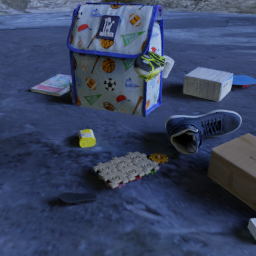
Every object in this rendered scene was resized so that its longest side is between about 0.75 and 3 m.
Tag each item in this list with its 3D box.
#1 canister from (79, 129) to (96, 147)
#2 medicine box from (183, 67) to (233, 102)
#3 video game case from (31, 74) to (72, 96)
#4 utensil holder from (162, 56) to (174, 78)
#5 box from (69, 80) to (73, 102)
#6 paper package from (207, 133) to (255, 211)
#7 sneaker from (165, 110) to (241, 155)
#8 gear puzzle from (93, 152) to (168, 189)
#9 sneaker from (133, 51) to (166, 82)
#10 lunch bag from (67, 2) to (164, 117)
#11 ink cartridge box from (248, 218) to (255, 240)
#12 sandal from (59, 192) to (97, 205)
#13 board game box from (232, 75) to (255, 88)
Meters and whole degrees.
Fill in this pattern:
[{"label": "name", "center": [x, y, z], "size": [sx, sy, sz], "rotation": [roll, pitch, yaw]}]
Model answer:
[{"label": "canister", "center": [-1.533, 0.366, 10.398], "size": [0.576, 0.336, 0.776], "rotation": [-7, 28, -12]}, {"label": "medicine box", "center": [4.133, -2.308, 14.480], "size": [1.982, 1.020, 1.805], "rotation": [19, 34, 29]}, {"label": "video game case", "center": [-3.825, -2.420, 15.522], "size": [1.801, 0.220, 2.520], "rotation": [11, 31, 19]}, {"label": "utensil holder", "center": [2.150, -3.628, 16.595], "size": [0.886, 1.043, 0.886], "rotation": [17, 37, -13]}, {"label": "box", "center": [-2.656, -1.740, 13.630], "size": [0.241, 0.871, 1.087], "rotation": [-8, 31, -15]}, {"label": "paper package", "center": [3.669, 1.211, 8.160], "size": [1.893, 1.027, 1.986], "rotation": [-17, 33, -28]}, {"label": "sneaker", "center": [2.744, 0.137, 9.852], "size": [2.791, 1.061, 2.016], "rotation": [-7, 18, 8]}, {"label": "gear puzzle", "center": [0.205, 1.245, 8.897], "size": [2.518, 0.330, 1.304], "rotation": [-16, 31, -32]}, {"label": "sneaker", "center": [0.413, -1.110, 5.370], "size": [0.522, 0.529, 1.385], "rotation": [29, 24, 9]}, {"label": "lunch bag", "center": [-0.324, -1.995, 8.060], "size": [2.507, 2.949, 1.826], "rotation": [11, 25, 19]}, {"label": "ink cartridge box", "center": [3.364, 2.435, 6.683], "size": [0.752, 0.316, 0.547], "rotation": [-3, 29, -6]}, {"label": "sandal", "center": [-1.372, 1.969, 7.660], "size": [1.041, 0.249, 0.391], "rotation": [5, 26, -17]}, {"label": "board game box", "center": [6.231, -2.506, 15.568], "size": [1.512, 0.373, 1.914], "rotation": [-6, 24, -2]}]
